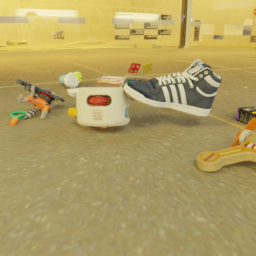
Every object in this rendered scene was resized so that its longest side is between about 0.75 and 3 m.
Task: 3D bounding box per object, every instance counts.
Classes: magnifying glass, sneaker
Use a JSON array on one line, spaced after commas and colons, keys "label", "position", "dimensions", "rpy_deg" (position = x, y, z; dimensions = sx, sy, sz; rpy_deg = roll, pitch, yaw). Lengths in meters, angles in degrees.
[{"label": "magnifying glass", "position": [-3.898, -0.367, 9.806], "dimensions": [0.567, 0.160, 1.426], "rpy_deg": [-3, 21, -9]}, {"label": "sneaker", "position": [-3.223, -2.482, 14.886], "dimensions": [1.119, 0.806, 2.129], "rpy_deg": [-10, 12, 11]}, {"label": "sneaker", "position": [1.386, -1.336, 8.171], "dimensions": [2.857, 1.550, 1.001], "rpy_deg": [11, 30, -18]}]

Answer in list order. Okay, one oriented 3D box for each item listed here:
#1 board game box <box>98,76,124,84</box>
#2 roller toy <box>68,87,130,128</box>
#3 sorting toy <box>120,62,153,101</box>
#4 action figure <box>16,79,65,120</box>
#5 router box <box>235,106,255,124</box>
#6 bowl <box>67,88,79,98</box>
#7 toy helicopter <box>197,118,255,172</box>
[{"label": "board game box", "position": [-0.986, -2.768, 16.106], "dimensions": [1.252, 0.290, 0.948], "rpy_deg": [6, 21, 17]}, {"label": "roller toy", "position": [-0.783, -0.623, 8.777], "dimensions": [1.815, 1.268, 1.656], "rpy_deg": [-5, 8, -38]}, {"label": "sorting toy", "position": [0.246, -1.380, 9.944], "dimensions": [1.037, 2.150, 0.364], "rpy_deg": [1, 45, -31]}, {"label": "action figure", "position": [-3.500, -1.035, 10.485], "dimensions": [1.928, 1.008, 1.865], "rpy_deg": [25, 16, -2]}, {"label": "router box", "position": [4.782, -0.382, 9.378], "dimensions": [1.758, 0.459, 1.383], "rpy_deg": [-8, 22, -21]}, {"label": "bowl", "position": [-2.352, -1.618, 12.969], "dimensions": [0.828, 0.309, 0.829], "rpy_deg": [-10, 23, -26]}, {"label": "toy helicopter", "position": [2.748, 0.470, 6.521], "dimensions": [2.458, 0.969, 1.625], "rpy_deg": [-13, 26, -5]}]
